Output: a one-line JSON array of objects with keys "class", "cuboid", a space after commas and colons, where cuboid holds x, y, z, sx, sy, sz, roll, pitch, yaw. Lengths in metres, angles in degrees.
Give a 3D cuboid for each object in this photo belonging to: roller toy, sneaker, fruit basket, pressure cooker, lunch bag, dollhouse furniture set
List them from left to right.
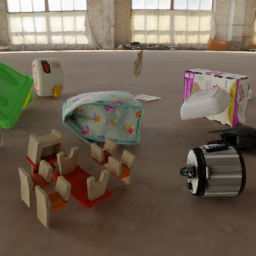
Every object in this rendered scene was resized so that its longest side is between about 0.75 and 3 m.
[{"class": "fruit basket", "cuboid": [-4.683, -1.076, 9.900, 3.217, 2.320, 3.217, 14, -22, 6]}, {"class": "roller toy", "cuboid": [-3.744, -2.439, 13.412, 1.341, 1.750, 1.919, -10, 21, -27]}, {"class": "dollhouse furniture set", "cuboid": [-1.154, 0.889, 5.465, 1.963, 1.011, 1.942, -18, 38, -42]}, {"class": "lunch bag", "cuboid": [-0.802, -0.375, 8.123, 2.199, 1.341, 1.873, 2, 19, -12]}, {"class": "pressure cooker", "cuboid": [1.526, 0.816, 5.244, 1.079, 0.949, 0.963, -1, 39, 0]}, {"class": "sneaker", "cuboid": [3.141, 0.350, 7.173, 1.079, 0.621, 2.068, -13, 18, -33]}]

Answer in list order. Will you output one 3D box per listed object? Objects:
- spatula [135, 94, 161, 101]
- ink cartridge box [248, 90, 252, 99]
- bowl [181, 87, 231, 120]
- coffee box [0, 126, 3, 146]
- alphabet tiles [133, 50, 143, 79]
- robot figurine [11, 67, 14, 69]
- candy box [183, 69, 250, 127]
[{"class": "spatula", "cuboid": [0.810, -1.439, 13.074, 1.278, 0.103, 0.889, 18, 27, 42]}, {"class": "ink cartridge box", "cuboid": [5.221, -1.607, 13.115, 0.901, 0.380, 0.658, 2, 19, 6]}, {"class": "bowl", "cuboid": [2.336, -0.801, 8.614, 1.396, 0.522, 1.398, -11, 21, 36]}, {"class": "coffee box", "cuboid": [-4.264, 0.156, 6.635, 0.901, 1.292, 2.260, 11, 23, 27]}, {"class": "alphabet tiles", "cuboid": [0.342, -2.124, 9.404, 0.038, 0.832, 0.996, 11, 28, 13]}, {"class": "robot figurine", "cuboid": [-6.284, -2.299, 14.006, 1.683, 1.110, 1.918, -20, 17, 10]}, {"class": "candy box", "cuboid": [3.007, -1.153, 9.907, 0.723, 1.615, 2.369, -14, 23, -30]}]
